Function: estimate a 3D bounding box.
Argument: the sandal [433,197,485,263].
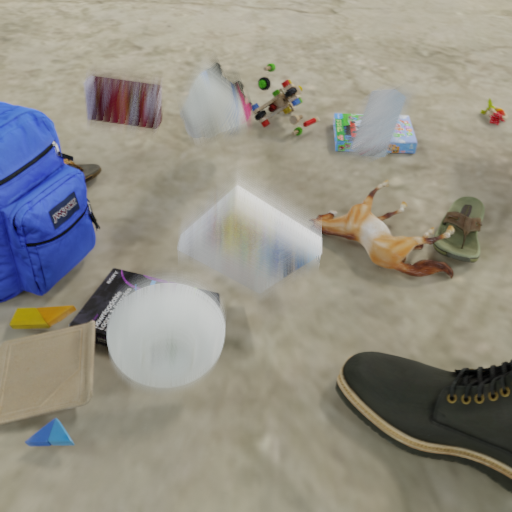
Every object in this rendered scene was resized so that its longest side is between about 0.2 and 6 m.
[{"bbox_3d":[3.808,-0.608,10.389,0.830,0.596,2.090,14,43,16],"label":"sandal"}]

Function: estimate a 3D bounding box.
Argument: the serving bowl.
[{"bbox_3d":[-1.120,1.105,7.046,1.510,1.510,0.497,-6,28,-7],"label":"serving bowl"}]

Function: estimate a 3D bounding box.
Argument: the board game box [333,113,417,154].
[{"bbox_3d":[2.776,-2.915,13.274,1.824,0.334,1.380,3,40,2],"label":"board game box"}]

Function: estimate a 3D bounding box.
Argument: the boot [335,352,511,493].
[{"bbox_3d":[2.737,1.437,6.630,3.475,2.404,1.346,19,44,21],"label":"boot"}]

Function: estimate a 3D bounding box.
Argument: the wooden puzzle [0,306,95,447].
[{"bbox_3d":[-2.978,1.637,7.900,1.646,0.285,2.440,-11,44,6],"label":"wooden puzzle"}]

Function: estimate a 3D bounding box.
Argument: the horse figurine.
[{"bbox_3d":[2.348,-0.398,10.068,1.693,0.638,2.555,-29,53,-17],"label":"horse figurine"}]

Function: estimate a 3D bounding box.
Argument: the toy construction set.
[{"bbox_3d":[0.860,-3.710,13.713,1.660,1.384,1.275,41,40,12],"label":"toy construction set"}]

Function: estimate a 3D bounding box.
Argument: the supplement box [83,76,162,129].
[{"bbox_3d":[-2.238,-2.593,9.475,1.224,0.666,0.373,8,37,4],"label":"supplement box"}]

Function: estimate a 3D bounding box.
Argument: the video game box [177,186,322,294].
[{"bbox_3d":[-0.101,-0.177,8.147,1.585,1.444,0.371,30,49,-26],"label":"video game box"}]

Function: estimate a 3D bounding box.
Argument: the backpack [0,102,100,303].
[{"bbox_3d":[-4.002,-1.010,9.067,2.449,2.918,2.371,12,41,14],"label":"backpack"}]

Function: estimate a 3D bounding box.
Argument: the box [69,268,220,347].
[{"bbox_3d":[-1.717,0.921,8.806,1.950,0.352,1.394,11,42,14],"label":"box"}]

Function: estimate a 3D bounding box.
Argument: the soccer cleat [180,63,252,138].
[{"bbox_3d":[-0.853,-2.838,10.846,1.040,1.286,2.978,42,7,-1],"label":"soccer cleat"}]

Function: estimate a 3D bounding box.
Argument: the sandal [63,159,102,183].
[{"bbox_3d":[-4.330,-1.908,11.932,2.028,0.553,0.829,10,42,11],"label":"sandal"}]

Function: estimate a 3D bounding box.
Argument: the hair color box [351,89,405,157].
[{"bbox_3d":[1.854,-2.012,8.516,0.294,0.968,0.479,21,-1,-36],"label":"hair color box"}]

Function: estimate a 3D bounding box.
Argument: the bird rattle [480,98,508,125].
[{"bbox_3d":[6.048,-3.588,14.039,0.642,0.443,0.787,0,41,-25],"label":"bird rattle"}]
